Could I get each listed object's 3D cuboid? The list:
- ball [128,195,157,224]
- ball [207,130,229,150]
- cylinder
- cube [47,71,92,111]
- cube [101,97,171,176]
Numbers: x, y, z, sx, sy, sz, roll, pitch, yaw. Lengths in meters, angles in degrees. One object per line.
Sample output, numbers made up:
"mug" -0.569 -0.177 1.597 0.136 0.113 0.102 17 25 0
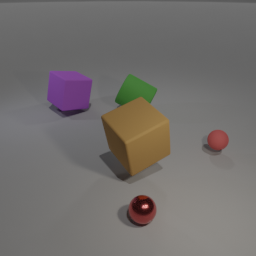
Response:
"ball" 0.359 2.012 6.924 0.700 0.700 0.700 0 28 0
"ball" 3.064 0.407 9.541 0.700 0.700 0.700 0 28 0
"cylinder" 0.351 -1.426 12.246 1.400 1.400 1.400 29 31 -1
"cube" -2.638 -1.705 12.607 1.400 1.400 1.400 -10 31 -43
"cube" 0.249 0.215 8.096 1.400 1.400 1.400 -27 45 -18
